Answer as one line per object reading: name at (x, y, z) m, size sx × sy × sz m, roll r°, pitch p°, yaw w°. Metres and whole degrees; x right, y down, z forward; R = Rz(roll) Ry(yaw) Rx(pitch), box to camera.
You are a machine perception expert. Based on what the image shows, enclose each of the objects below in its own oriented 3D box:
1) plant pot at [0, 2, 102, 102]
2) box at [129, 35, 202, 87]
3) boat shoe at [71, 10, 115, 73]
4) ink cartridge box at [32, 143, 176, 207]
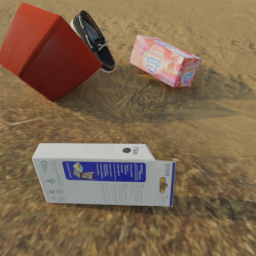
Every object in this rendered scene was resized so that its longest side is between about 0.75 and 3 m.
plant pot at (-2.759, -2.306, 9.313) m, size 2.405 × 2.403 × 2.120 m, roll 32°, pitch 83°, yaw 35°
box at (1.331, -2.487, 10.354) m, size 1.198 × 1.105 × 2.334 m, roll -11°, pitch 39°, yaw -46°
boat shoe at (-1.232, -3.335, 10.838) m, size 0.930 × 0.759 × 2.518 m, roll -32°, pitch 91°, yaw -43°
ink cartridge box at (-0.468, 1.060, 6.246) m, size 2.979 × 1.481 × 0.584 m, roll 2°, pitch 36°, yaw 5°
